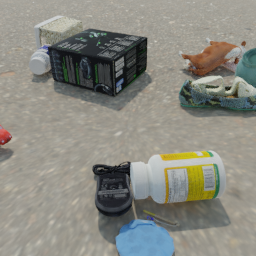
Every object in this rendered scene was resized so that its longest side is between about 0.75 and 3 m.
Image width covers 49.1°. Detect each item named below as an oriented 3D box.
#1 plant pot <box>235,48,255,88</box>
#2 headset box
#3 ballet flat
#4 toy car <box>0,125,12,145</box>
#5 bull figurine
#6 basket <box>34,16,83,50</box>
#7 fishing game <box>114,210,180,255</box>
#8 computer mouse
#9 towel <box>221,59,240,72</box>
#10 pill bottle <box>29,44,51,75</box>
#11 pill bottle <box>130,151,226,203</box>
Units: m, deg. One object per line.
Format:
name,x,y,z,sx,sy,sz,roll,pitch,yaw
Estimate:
plant pot,4.301,-1.986,9.251,1.560,1.045,1.560,-14,44,14
headset box,-1.096,-2.530,10.206,2.862,1.327,2.492,17,39,23
ballet flat,2.993,-1.102,8.533,2.821,1.047,1.047,0,35,-1
toy car,-3.979,0.022,6.905,1.697,0.402,1.804,-21,41,-31
bull figurine,3.327,-2.878,11.009,2.722,0.886,1.652,-26,39,-26
basket,-2.882,-3.899,12.118,1.261,1.385,2.044,13,37,14
fishing game,0.275,2.000,4.812,1.022,0.222,1.428,14,30,18
computer mouse,-0.237,1.280,5.695,1.141,0.434,1.648,-1,24,2
towel,4.412,-2.448,11.114,0.967,0.163,1.012,-17,38,-22
pill bottle,-3.246,-2.609,10.766,0.825,0.825,1.379,3,35,5
pill bottle,0.939,0.985,5.579,1.717,0.968,0.968,-4,36,-6
